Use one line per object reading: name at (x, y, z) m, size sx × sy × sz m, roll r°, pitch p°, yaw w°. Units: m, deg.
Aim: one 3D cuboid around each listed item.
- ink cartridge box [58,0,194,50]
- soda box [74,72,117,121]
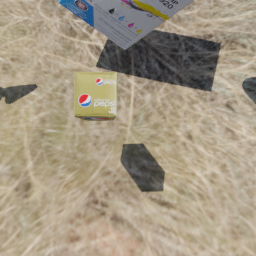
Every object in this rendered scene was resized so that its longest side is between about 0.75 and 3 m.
ink cartridge box at (0.209, -3.483, 5.990) m, size 2.028 × 2.755 × 1.992 m, roll 29°, pitch 64°, yaw -27°
soda box at (-0.445, -0.407, 4.174) m, size 0.533 × 1.664 × 0.564 m, roll 0°, pitch 90°, yaw -5°
